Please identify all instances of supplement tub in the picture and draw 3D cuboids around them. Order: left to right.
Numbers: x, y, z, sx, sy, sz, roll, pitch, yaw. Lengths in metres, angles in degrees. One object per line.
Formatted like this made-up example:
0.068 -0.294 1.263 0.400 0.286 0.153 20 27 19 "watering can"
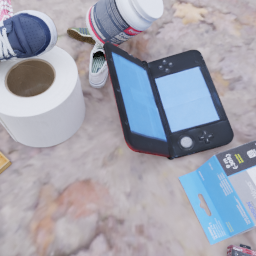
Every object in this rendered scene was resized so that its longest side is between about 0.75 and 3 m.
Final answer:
-0.118 -2.948 7.244 1.783 1.251 1.251 -16 49 43 "supplement tub"

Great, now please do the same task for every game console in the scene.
0.968 -0.833 6.512 2.397 1.651 2.781 -16 67 5 "game console"

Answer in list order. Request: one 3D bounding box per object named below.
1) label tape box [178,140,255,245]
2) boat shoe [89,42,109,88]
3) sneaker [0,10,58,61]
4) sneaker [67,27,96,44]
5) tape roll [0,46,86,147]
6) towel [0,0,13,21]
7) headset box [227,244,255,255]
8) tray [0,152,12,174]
2.495 1.284 6.039 2.254 0.713 1.625 -18 62 -10 "label tape box"
-0.716 -2.027 7.959 0.685 0.622 1.864 2 61 1 "boat shoe"
-2.754 -1.631 5.493 2.634 0.923 1.429 2 30 25 "sneaker"
-1.340 -2.931 8.664 1.013 0.340 0.455 21 56 10 "sneaker"
-2.160 -0.774 6.768 2.130 1.463 2.130 0 61 0 "tape roll"
-4.148 -2.435 7.894 2.069 0.423 2.828 -25 60 14 "towel"
2.265 2.724 5.446 0.646 0.326 0.869 13 61 7 "headset box"
-3.347 1.027 6.478 0.569 0.214 1.154 37 68 19 "tray"
